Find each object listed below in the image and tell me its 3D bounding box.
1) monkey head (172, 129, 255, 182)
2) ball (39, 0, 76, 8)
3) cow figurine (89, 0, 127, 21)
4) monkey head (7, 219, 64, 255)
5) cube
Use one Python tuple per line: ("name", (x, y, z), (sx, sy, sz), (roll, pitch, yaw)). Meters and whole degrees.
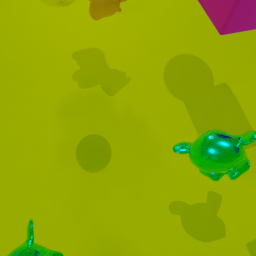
("monkey head", (1.633, 0.354, 5.013), (1.521, 0.916, 1.094), (-13, 32, 37))
("ball", (-1.116, -2.344, 4.330), (0.889, 0.889, 0.889), (0, 69, 0))
("cow figurine", (-0.888, -3.304, 6.373), (1.630, 0.909, 1.656), (1, 72, -21))
("monkey head", (-1.311, 1.909, 3.609), (0.811, 0.968, 1.346), (27, 69, -19))
("cube", (2.187, -2.728, 5.044), (1.352, 1.352, 1.352), (-14, 64, -13))
